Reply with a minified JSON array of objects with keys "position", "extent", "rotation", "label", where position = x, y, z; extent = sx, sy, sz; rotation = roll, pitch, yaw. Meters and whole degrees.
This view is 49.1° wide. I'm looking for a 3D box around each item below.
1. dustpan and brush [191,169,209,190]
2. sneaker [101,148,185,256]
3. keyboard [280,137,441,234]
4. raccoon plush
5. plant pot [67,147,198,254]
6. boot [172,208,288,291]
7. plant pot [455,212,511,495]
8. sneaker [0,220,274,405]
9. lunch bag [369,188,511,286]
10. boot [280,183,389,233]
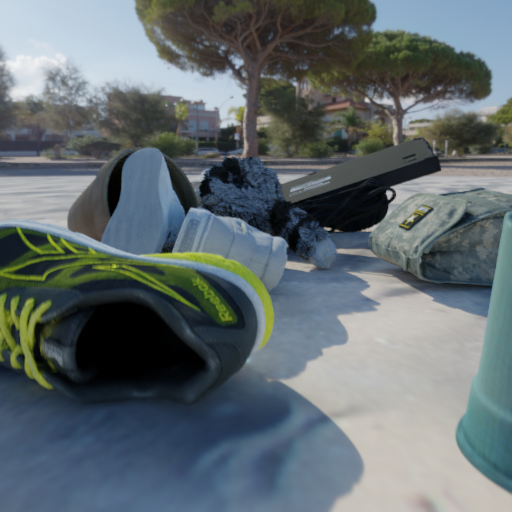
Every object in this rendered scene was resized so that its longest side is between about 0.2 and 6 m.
[{"position":[-1.152,-1.208,12.575],"extent":[2.099,0.861,3.008],"rotation":[-9,-24,-18],"label":"dustpan and brush"},{"position":[-1.437,-0.235,7.858],"extent":[0.869,1.364,2.360],"rotation":[-5,51,12],"label":"sneaker"},{"position":[1.129,-0.891,10.515],"extent":[4.594,0.910,2.391],"rotation":[-18,20,17],"label":"keyboard"},{"position":[-0.170,-0.290,9.167],"extent":[1.326,1.836,2.740],"rotation":[-25,65,-32],"label":"raccoon plush"},{"position":[-2.086,-0.608,8.793],"extent":[1.584,1.825,1.825],"rotation":[-13,1,37],"label":"plant pot"},{"position":[-0.346,0.023,7.371],"extent":[1.345,1.035,2.815],"rotation":[21,2,-5],"label":"boot"},{"position":[1.878,0.466,3.064],"extent":[1.421,1.392,1.421],"rotation":[0,11,0],"label":"plant pot"},{"position":[-1.471,0.384,4.140],"extent":[3.127,1.165,1.323],"rotation":[1,10,8],"label":"sneaker"},{"position":[2.734,-0.255,7.713],"extent":[2.050,1.206,1.682],"rotation":[-9,13,-8],"label":"lunch bag"},{"position":[1.089,-1.249,13.291],"extent":[3.265,1.208,2.676],"rotation":[-7,12,-15],"label":"boot"}]
